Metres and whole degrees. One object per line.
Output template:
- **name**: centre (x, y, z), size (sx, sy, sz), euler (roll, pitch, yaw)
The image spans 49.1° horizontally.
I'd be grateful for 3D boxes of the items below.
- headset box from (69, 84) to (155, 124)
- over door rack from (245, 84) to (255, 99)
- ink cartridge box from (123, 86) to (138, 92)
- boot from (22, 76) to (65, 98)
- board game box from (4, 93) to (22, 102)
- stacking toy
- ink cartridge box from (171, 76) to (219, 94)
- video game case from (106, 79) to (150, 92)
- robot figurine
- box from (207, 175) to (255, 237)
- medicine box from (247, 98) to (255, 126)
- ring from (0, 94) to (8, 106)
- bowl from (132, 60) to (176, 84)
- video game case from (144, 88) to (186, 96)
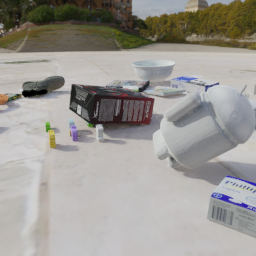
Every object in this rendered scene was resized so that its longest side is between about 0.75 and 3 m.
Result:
- **headset box**: centre (-0.490, -0.853, 9.982), size (2.644, 0.992, 1.965), euler (0, 18, -32)
- **over door rack**: centre (5.866, -1.232, 11.661), size (1.683, 0.759, 2.278), euler (5, -1, 13)
- **ink cartridge box**: centre (0.133, -1.877, 14.382), size (0.794, 0.407, 1.074), euler (0, 20, -1)
- **boot**: centre (-4.313, -2.040, 14.553), size (2.345, 0.794, 1.532), euler (-15, 28, -18)
- **board game box**: centre (-5.932, -1.399, 13.340), size (0.867, 0.194, 1.655), euler (8, 20, 15)
- **stacking toy**: centre (-1.760, -0.008, 8.830), size (1.565, 0.488, 2.076), euler (-6, 19, -18)
- **ink cartridge box**: centre (3.596, -2.324, 15.231), size (1.151, 0.541, 2.448), euler (-18, 27, -31)
- **video game case**: centre (0.024, -2.485, 16.300), size (2.143, 0.302, 2.371), euler (5, 20, 13)
- **robot figurine**: centre (1.695, -0.014, 6.190), size (2.427, 2.058, 1.371), euler (-33, 43, 28)
- **box**: centre (1.980, 1.324, 4.914), size (0.868, 0.495, 0.943), euler (14, 22, 33)
- **medicine box**: centre (3.963, -0.597, 10.073), size (1.467, 0.755, 1.336), euler (15, 25, 38)
- **ring**: centre (-6.395, -1.026, 11.934), size (2.462, 0.236, 2.462), euler (-1, 24, 0)
- **bowl**: centre (1.629, -3.530, 17.800), size (2.740, 1.232, 2.740), euler (-2, 22, 1)
- **video game case**: centre (1.922, -1.912, 14.645), size (1.614, 0.178, 1.469), euler (-14, 18, -35)
